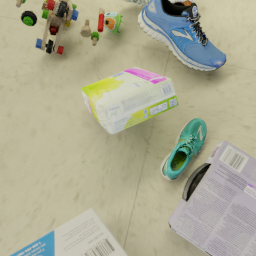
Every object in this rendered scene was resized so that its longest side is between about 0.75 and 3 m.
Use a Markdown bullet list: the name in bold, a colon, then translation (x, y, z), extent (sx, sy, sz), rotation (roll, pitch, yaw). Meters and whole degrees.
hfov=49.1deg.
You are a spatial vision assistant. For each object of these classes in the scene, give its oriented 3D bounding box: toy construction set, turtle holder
- **toy construction set**: translation (-1.714, -3.211, 7.908), extent (2.152, 1.795, 1.654), rotation (2, 57, -1)
- **turtle holder**: translation (-0.476, -3.214, 8.352), extent (0.550, 0.589, 0.775), rotation (11, 61, -20)

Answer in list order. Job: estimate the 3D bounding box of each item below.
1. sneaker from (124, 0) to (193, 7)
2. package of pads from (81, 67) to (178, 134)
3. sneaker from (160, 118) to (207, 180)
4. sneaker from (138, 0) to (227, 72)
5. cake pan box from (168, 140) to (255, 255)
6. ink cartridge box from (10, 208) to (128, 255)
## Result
- **sneaker**: translation (0.728, -3.817, 8.325), extent (2.503, 0.911, 1.060), rotation (1, 85, -3)
- **package of pads**: translation (-0.118, -0.767, 6.763), extent (1.736, 2.248, 0.767), rotation (-24, 115, -13)
- **sneaker**: translation (1.480, 0.521, 6.993), extent (0.703, 0.723, 1.815), rotation (31, 76, 6)
- **sneaker**: translation (1.609, -2.595, 7.564), extent (2.715, 1.210, 1.066), rotation (34, 46, -6)
- **cake pan box**: translation (2.459, 1.844, 6.236), extent (2.510, 0.657, 2.312), rotation (32, 84, 4)
- **ink cartridge box**: translation (-0.767, 3.275, 5.165), extent (2.031, 1.183, 2.808), rotation (-20, 58, -43)
